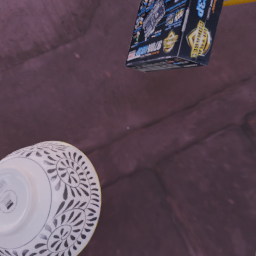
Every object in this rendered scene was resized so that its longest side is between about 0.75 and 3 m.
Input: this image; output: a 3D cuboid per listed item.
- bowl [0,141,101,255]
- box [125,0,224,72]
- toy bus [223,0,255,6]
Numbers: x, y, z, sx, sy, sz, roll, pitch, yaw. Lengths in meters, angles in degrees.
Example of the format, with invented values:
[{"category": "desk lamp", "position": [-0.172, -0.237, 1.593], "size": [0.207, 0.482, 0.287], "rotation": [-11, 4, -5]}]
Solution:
[{"category": "bowl", "position": [-2.023, 1.449, 5.578], "size": [2.728, 1.280, 2.728], "rotation": [-5, 73, 17]}, {"category": "box", "position": [0.876, -2.363, 5.804], "size": [0.647, 2.813, 2.236], "rotation": [12, 94, -20]}, {"category": "toy bus", "position": [2.846, -3.114, 5.477], "size": [2.463, 0.964, 0.802], "rotation": [-9, 49, -1]}]
